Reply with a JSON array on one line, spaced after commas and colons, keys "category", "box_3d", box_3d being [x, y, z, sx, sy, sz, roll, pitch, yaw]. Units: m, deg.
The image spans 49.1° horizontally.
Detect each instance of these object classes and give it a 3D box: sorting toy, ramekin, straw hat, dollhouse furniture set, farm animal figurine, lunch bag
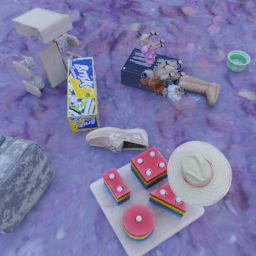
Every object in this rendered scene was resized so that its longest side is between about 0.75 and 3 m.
[{"category": "sorting toy", "box_3d": [0.524, 1.921, 8.013, 2.472, 0.860, 2.457, -26, 58, -18]}, {"category": "ramekin", "box_3d": [4.572, -2.770, 11.704, 0.904, 0.442, 0.904, 0, 54, 0]}, {"category": "straw hat", "box_3d": [1.457, 0.895, 6.017, 1.493, 0.632, 1.493, -7, 68, 17]}, {"category": "dollhouse furniture set", "box_3d": [-2.751, -2.699, 10.203, 1.797, 2.705, 2.371, 27, 57, 34]}, {"category": "farm animal figurine", "box_3d": [0.929, -1.908, 8.992, 1.938, 1.022, 1.959, 10, 74, -39]}, {"category": "lunch bag", "box_3d": [-3.700, 1.462, 7.921, 2.084, 1.732, 2.485, 10, 52, 27]}]

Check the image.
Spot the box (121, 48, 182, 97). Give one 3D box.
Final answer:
[{"category": "box", "box_3d": [0.922, -2.212, 11.071, 2.055, 0.810, 1.450, 19, 53, 13]}]

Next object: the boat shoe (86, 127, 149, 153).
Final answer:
[{"category": "boat shoe", "box_3d": [-0.349, 0.428, 9.191, 2.065, 0.736, 0.666, -3, 53, -4]}]

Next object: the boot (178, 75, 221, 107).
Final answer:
[{"category": "boot", "box_3d": [2.664, -1.432, 10.722, 1.538, 0.509, 1.347, 17, 43, 11]}]

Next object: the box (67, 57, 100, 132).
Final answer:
[{"category": "box", "box_3d": [-1.658, -1.313, 10.332, 1.023, 0.939, 2.920, -6, 55, -4]}]
